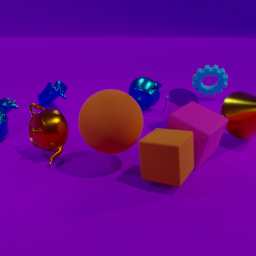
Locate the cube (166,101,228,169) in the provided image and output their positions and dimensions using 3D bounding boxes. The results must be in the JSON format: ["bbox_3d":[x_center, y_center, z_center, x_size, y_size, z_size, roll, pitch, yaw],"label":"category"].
[{"bbox_3d":[1.523,0.139,6.481,0.991,0.991,0.991,32,41,28],"label":"cube"}]

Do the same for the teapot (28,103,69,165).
[{"bbox_3d":[-1.922,0.109,6.631,0.826,1.049,1.688,-7,61,-49],"label":"teapot"}]

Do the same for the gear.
[{"bbox_3d":[3.467,-1.989,11.862,1.414,1.414,0.262,3,45,9],"label":"gear"}]

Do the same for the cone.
[{"bbox_3d":[3.322,-0.427,7.097,1.349,1.349,1.354,-5,-5,-14],"label":"cone"}]

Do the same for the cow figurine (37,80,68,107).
[{"bbox_3d":[-2.966,-1.295,10.885,1.364,0.749,1.342,-44,31,7],"label":"cow figurine"}]

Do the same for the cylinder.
[{"bbox_3d":[1.596,-0.576,8.644,0.946,0.946,0.946,4,44,-4],"label":"cylinder"}]

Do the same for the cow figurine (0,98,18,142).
[{"bbox_3d":[-3.476,-0.252,7.702,0.598,1.089,1.071,21,47,14],"label":"cow figurine"}]

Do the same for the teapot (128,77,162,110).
[{"bbox_3d":[0.588,-1.247,10.353,2.006,1.247,0.982,-30,18,38],"label":"teapot"}]

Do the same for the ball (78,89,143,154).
[{"bbox_3d":[-0.365,-0.131,6.044,1.391,1.391,1.391,0,20,0],"label":"ball"}]

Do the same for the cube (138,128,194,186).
[{"bbox_3d":[0.785,0.548,5.602,0.831,0.831,0.831,5,21,31],"label":"cube"}]
